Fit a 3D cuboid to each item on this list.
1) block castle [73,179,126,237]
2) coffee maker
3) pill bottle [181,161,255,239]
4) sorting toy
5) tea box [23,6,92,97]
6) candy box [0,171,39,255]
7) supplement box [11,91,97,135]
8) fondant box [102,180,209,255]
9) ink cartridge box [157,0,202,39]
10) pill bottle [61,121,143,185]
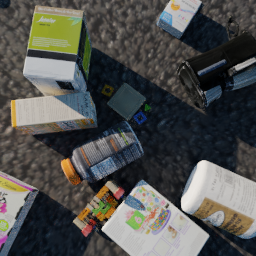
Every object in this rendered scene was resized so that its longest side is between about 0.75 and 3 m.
[{"bbox_3d":[-0.801,2.500,8.774,0.814,1.159,1.734,41,84,5],"label":"block castle"},{"bbox_3d":[2.975,-2.132,9.497,2.474,1.666,2.376,-24,61,-5],"label":"coffee maker"},{"bbox_3d":[3.307,2.335,8.525,2.981,1.704,1.704,24,81,4],"label":"pill bottle"},{"bbox_3d":[-0.055,-0.921,9.829,1.882,0.256,1.060,39,78,6],"label":"sorting toy"},{"bbox_3d":[-2.106,-2.262,9.027,1.501,2.246,2.209,7,80,0],"label":"tea box"},{"bbox_3d":[-4.401,2.866,8.852,1.927,0.862,2.826,23,81,5],"label":"candy box"},{"bbox_3d":[-2.289,-0.423,9.086,2.411,1.520,0.887,-7,79,0],"label":"supplement box"},{"bbox_3d":[0.826,3.242,8.678,2.699,0.786,1.947,40,72,5],"label":"fondant box"},{"bbox_3d":[1.945,-4.292,10.189,1.002,0.590,1.740,32,82,1],"label":"ink cartridge box"},{"bbox_3d":[-0.853,0.877,8.970,2.460,1.307,1.307,-28,81,-5],"label":"pill bottle"}]
